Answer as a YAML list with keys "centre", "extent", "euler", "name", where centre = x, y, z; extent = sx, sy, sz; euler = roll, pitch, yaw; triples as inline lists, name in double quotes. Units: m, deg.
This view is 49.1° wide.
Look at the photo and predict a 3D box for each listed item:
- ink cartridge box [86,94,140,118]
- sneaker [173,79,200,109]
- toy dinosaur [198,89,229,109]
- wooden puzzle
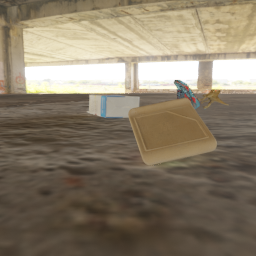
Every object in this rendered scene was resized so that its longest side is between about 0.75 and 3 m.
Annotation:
- centre: [-0.661, -0.865, 10.508]
  extent: [1.292, 0.761, 2.244]
  euler: [-1, 8, -26]
  name: "ink cartridge box"
- centre: [2.171, -1.229, 10.888]
  extent: [0.700, 1.465, 0.581]
  euler: [-41, 13, -5]
  name: "sneaker"
- centre: [3.119, -1.125, 10.478]
  extent: [0.867, 0.499, 1.714]
  euler: [-33, 19, 14]
  name: "toy dinosaur"
- centre: [0.618, 0.029, 4.221]
  extent: [1.056, 0.213, 1.142]
  euler: [-12, 43, -4]
  name: "wooden puzzle"
